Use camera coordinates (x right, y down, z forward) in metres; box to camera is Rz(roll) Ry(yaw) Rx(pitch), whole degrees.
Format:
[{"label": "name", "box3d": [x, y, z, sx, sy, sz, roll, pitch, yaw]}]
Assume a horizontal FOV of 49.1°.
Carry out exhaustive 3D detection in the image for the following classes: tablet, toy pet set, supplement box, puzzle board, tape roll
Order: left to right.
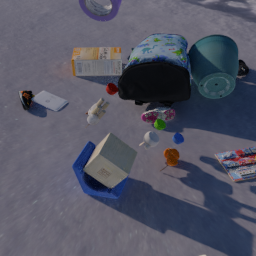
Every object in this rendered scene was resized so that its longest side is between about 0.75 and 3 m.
[{"label": "tablet", "box3d": [-2.689, -0.950, 9.628, 1.053, 0.072, 0.685, 24, 43, 15]}, {"label": "supplement box", "box3d": [-1.252, -2.767, 11.553, 2.004, 0.737, 1.263, -2, 38, -3]}, {"label": "tape roll", "box3d": [-0.695, -3.267, 7.092, 1.037, 1.037, 0.441, 8, 59, 10]}, {"label": "toy pet set", "box3d": [-0.159, 0.570, 7.023, 2.549, 1.354, 2.380, 37, 42, -9]}, {"label": "puzzle board", "box3d": [3.108, 0.895, 7.326, 1.334, 0.116, 1.005, -9, 38, -11]}]

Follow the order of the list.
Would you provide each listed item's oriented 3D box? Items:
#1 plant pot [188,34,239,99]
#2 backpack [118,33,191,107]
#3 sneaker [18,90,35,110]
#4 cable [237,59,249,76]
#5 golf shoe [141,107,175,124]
[{"label": "plant pot", "box3d": [3.080, -2.040, 9.939, 1.816, 1.816, 1.706, 3, 53, 4]}, {"label": "backpack", "box3d": [1.165, -2.149, 9.873, 2.442, 2.302, 2.994, 3, 18, 20]}, {"label": "sneaker", "box3d": [-3.414, -1.005, 9.564, 0.495, 0.385, 1.101, -18, 39, -18]}, {"label": "cable", "box3d": [4.034, -2.657, 11.638, 1.544, 0.481, 1.892, -29, 46, -32]}, {"label": "golf shoe", "box3d": [0.905, -0.425, 8.868, 1.122, 0.423, 0.514, -7, 26, -17]}]
